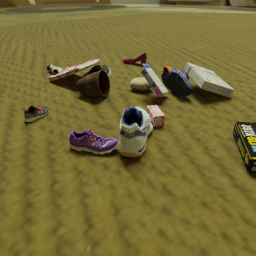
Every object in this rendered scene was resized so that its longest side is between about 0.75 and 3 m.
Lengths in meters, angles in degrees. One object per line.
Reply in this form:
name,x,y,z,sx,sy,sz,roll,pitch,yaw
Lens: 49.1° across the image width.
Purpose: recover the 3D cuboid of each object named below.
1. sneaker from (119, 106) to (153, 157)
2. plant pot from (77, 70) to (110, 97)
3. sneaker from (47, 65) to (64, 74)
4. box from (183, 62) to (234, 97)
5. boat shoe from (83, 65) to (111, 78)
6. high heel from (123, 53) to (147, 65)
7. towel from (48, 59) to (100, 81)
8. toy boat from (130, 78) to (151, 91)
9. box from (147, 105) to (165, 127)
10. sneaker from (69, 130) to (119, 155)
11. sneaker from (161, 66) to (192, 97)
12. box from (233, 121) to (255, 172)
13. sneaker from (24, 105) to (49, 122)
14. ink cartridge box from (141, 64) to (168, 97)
sneaker,0.311,-0.246,9.563,1.076,1.260,2.858,1,29,4
plant pot,-1.651,-1.960,12.828,1.279,1.196,1.196,-5,27,22
sneaker,-4.165,-3.246,15.605,1.133,0.420,0.501,14,30,23
box,3.767,-2.307,13.250,1.686,0.445,2.163,12,29,-22
boat shoe,-1.557,-2.800,14.447,0.964,0.795,2.809,7,31,12
high heel,0.408,-4.308,17.133,1.529,0.735,0.516,7,31,12
towel,-2.822,-3.042,14.518,2.376,0.355,1.739,-9,22,34
toy boat,0.785,-2.207,13.720,1.159,0.641,1.379,7,38,21
box,1.043,-0.470,10.730,0.437,0.474,0.924,-7,30,-12
sneaker,-1.124,0.405,8.998,1.642,0.685,0.662,4,30,6
sneaker,2.525,-2.322,13.484,1.073,1.031,2.736,0,32,-14
box,4.473,0.573,8.856,1.790,0.553,2.242,3,30,7
sneaker,-3.597,-0.678,11.031,0.444,0.527,1.205,20,35,30
ink cartridge box,1.132,-2.145,12.548,0.339,1.616,0.965,-34,-4,25
